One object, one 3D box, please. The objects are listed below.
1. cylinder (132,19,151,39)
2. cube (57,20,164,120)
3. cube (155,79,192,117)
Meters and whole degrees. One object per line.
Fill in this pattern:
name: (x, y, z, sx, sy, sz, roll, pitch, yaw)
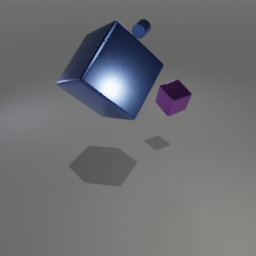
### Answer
cylinder: (0.637, -4.699, 13.288, 0.700, 0.700, 0.700, 14, 45, 25)
cube: (-0.397, -1.134, 5.958, 1.400, 1.400, 1.400, 9, 67, 58)
cube: (1.341, -0.897, 8.347, 0.700, 0.700, 0.700, -21, 58, -24)
